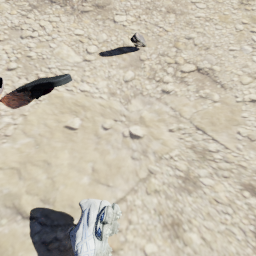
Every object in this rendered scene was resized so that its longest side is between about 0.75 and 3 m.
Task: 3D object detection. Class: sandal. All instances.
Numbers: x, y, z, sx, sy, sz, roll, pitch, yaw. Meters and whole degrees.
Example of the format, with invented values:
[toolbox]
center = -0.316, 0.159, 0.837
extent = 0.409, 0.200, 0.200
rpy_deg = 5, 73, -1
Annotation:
[sandal]
center = -2.758, -1.250, 9.040
extent = 2.499, 0.598, 0.939
rpy_deg = 1, 28, 39

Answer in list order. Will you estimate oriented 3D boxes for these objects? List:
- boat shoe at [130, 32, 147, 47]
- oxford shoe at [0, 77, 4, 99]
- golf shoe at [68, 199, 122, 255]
[boat shoe]
center = 0.387, -3.285, 10.572
extent = 0.411, 1.121, 0.417
rpy_deg = -23, 79, 21
[oxford shoe]
center = -4.392, -0.957, 8.535
extent = 0.789, 0.806, 2.212
rpy_deg = 28, 26, -21
[golf shoe]
center = -0.896, 2.661, 6.298
extent = 1.060, 0.853, 2.179
rpy_deg = 12, 82, 23
